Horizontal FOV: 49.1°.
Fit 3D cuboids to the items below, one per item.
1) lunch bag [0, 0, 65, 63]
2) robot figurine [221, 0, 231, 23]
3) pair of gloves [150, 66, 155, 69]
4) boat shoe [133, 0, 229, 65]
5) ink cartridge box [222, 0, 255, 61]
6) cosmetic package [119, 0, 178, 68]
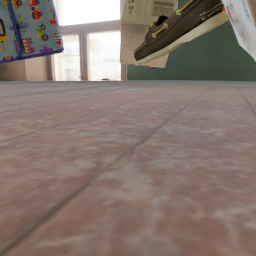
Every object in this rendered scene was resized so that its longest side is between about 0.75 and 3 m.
[{"bbox_3d":[-2.966,-2.643,7.263,2.251,1.695,1.059,-12,21,-5],"label":"lunch bag"},{"bbox_3d":[3.152,-4.278,9.778,0.998,1.388,0.809,-30,22,-31],"label":"robot figurine"},{"bbox_3d":[0.790,-3.715,11.409,0.321,2.314,2.597,-16,19,29],"label":"pair of gloves"},{"bbox_3d":[1.019,-2.314,6.686,1.015,0.857,2.846,-34,11,-35],"label":"boat shoe"},{"bbox_3d":[3.493,-3.072,7.990,0.589,2.703,2.346,-28,37,17],"label":"ink cartridge box"},{"bbox_3d":[0.575,-3.090,8.680,1.562,1.561,1.894,6,-23,-1],"label":"cosmetic package"}]
